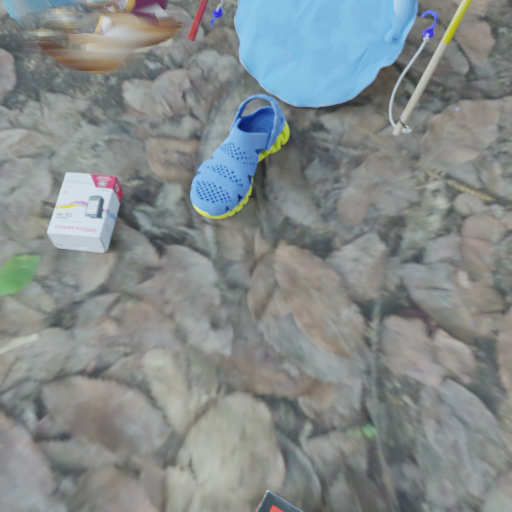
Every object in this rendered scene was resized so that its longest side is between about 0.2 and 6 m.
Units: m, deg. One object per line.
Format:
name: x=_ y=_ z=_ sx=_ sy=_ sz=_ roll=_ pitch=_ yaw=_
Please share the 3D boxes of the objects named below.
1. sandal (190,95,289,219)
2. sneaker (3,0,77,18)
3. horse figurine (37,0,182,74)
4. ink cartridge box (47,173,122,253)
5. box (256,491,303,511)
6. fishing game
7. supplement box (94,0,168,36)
sandal: x=-0.272 y=-1.644 z=8.730 sx=0.950 sy=1.041 sz=2.390 roll=25 pitch=66 yaw=11
sneaker: x=-2.227 y=-2.993 z=5.806 sx=0.916 sy=1.403 sz=0.558 roll=-22 pitch=102 yaw=-18
horse figurine: x=-1.532 y=-2.223 z=5.650 sx=0.926 sy=0.349 sz=1.397 roll=39 pitch=57 yaw=-1
ink cartridge box: x=-2.578 y=-0.672 z=8.511 sx=0.826 sy=0.479 sz=1.119 roll=5 pitch=60 yaw=2
box: x=1.217 y=4.710 z=5.417 sx=4.180 sy=0.834 sz=2.862 roll=26 pitch=65 yaw=13
fishing game: x=1.139 y=-4.200 z=9.620 sx=4.586 sy=0.713 sz=3.284 roll=26 pitch=103 yaw=18
supplement box: x=-1.599 y=-2.941 z=7.036 sx=0.989 sy=0.423 sz=0.546 roll=2 pitch=72 yaw=49
